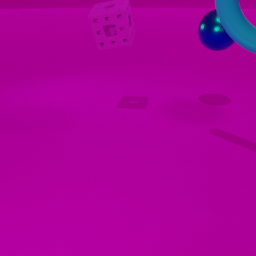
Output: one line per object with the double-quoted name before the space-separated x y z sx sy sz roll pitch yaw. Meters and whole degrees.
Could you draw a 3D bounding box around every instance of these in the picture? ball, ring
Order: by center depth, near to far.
"ring" 2.345 -2.093 4.615 0.412 2.059 2.059 -42 42 -20
"ball" 2.755 -2.975 8.510 1.232 1.232 1.232 0 26 0

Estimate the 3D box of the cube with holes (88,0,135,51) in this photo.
"cube with holes" -0.425 -2.975 8.036 1.008 1.008 1.008 -5 40 13
